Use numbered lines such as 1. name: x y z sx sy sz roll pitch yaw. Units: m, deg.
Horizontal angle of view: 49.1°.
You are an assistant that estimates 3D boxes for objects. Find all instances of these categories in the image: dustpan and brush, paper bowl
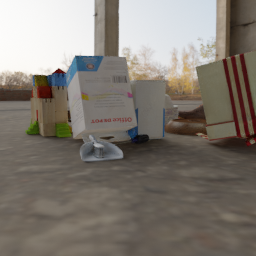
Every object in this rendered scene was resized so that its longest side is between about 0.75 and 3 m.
1. dustpan and brush: -0.658 0.383 5.895 0.840 0.345 1.204 -3 8 -19
2. paper bowl: 0.947 -0.816 11.856 2.357 1.226 2.357 -1 7 0

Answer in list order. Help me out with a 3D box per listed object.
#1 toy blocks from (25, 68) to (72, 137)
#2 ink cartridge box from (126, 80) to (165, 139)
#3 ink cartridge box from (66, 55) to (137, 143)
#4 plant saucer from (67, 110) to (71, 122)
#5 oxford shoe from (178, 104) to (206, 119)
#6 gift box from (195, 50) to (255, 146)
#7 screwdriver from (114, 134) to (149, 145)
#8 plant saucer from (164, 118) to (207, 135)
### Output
1. toy blocks: -2.649 -0.885 9.224 1.481 2.026 2.964 -4 8 -27
2. ink cartridge box: 0.166 -0.620 8.628 0.957 1.644 2.274 -3 8 -24
3. ink cartridge box: -0.774 -0.652 7.631 1.429 2.223 1.392 -4 -10 -25
4. plant saucer: -1.454 -0.397 10.826 2.421 0.388 2.421 1 -3 0
5. oxford shoe: 3.255 -0.687 11.865 2.687 0.979 0.958 5 8 32
6. gift box: 2.910 -0.691 7.407 2.324 2.170 2.144 -12 1 31
7. screwdriver: -0.020 0.314 6.809 1.664 0.232 0.242 -4 36 -49
8. plant saucer: 2.248 -0.080 9.498 2.134 0.390 2.134 1 7 0
